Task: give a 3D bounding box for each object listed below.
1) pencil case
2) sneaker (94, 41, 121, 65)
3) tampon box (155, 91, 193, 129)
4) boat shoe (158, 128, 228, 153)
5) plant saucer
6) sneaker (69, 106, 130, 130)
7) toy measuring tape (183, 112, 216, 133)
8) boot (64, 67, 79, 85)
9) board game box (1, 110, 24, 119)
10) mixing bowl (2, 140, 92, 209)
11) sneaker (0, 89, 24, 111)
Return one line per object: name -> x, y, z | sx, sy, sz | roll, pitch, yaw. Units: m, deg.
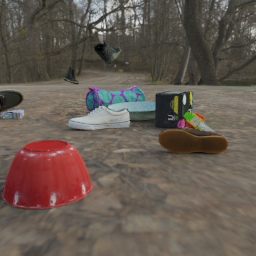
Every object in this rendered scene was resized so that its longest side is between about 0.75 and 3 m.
pencil case -> -0.536, -1.258, 12.447 | 2.563, 1.184, 1.091 | -8, 14, -34
sneaker -> -0.728, -2.847, 10.231 | 0.550, 0.825, 1.440 | -36, 15, 27
tampon box -> 1.581, -0.657, 9.412 | 0.933, 1.107, 1.478 | 4, 12, 24
boat shoe -> 1.392, 0.275, 6.154 | 1.481, 0.521, 0.521 | 8, 16, 1
plant saucer -> 0.424, -0.657, 11.022 | 2.434, 0.469, 2.434 | -1, 12, 0
sneaker -> -0.897, -0.350, 8.898 | 1.976, 0.699, 0.722 | -4, 11, -21
toy measuring tape -> 2.131, -0.035, 8.116 | 0.566, 0.566, 1.538 | -5, 28, -24
boot -> -1.953, -1.855, 9.877 | 0.777, 0.537, 0.301 | 23, 6, 37
board game box -> -4.508, -0.526, 11.012 | 0.875, 0.270, 0.874 | -5, 11, -26
mixing bowl -> -1.155, 0.576, 4.065 | 1.272, 0.689, 1.272 | 1, 11, 0
sneaker -> -5.813, -1.057, 12.482 | 2.605, 0.974, 1.384 | -18, 24, -33
